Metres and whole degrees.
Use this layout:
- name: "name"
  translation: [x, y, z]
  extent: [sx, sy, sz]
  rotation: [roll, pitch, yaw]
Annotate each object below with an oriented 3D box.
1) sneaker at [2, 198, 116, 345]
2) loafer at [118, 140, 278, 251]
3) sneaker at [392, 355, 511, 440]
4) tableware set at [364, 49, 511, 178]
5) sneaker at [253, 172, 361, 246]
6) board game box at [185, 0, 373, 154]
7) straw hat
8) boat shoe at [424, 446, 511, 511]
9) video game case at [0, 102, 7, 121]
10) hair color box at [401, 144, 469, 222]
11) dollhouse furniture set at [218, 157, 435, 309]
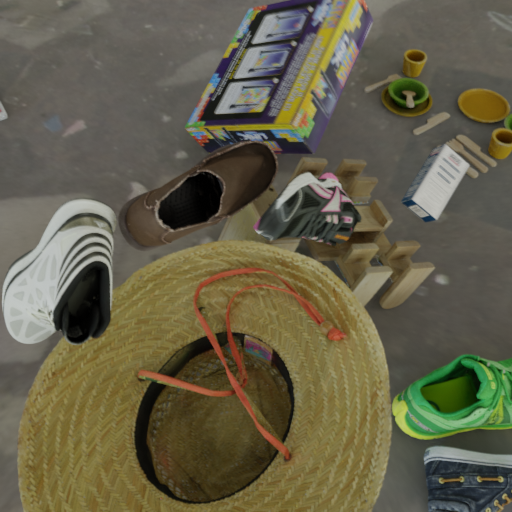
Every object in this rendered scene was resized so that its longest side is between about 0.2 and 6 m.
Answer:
- name: "sneaker"
  translation: [-2.413, 0.602, 6.587]
  extent: [0.935, 2.477, 1.425]
  rotation: [18, 38, -31]
- name: "loafer"
  translation: [-0.500, -0.748, 6.830]
  extent: [2.350, 0.858, 0.834]
  rotation: [-37, 19, -31]
- name: "sneaker"
  translation: [3.056, 1.805, 7.404]
  extent: [2.457, 1.027, 0.910]
  rotation: [-13, 55, -10]
- name: "tableware set"
  translation: [3.981, -3.050, 11.171]
  extent: [2.228, 0.508, 3.308]
  rotation: [-29, 59, -19]
- name: "sneaker"
  translation: [0.837, -0.530, 7.283]
  extent: [0.913, 0.850, 2.115]
  rotation: [46, 35, 12]
- name: "board game box"
  translation: [0.405, -3.250, 10.056]
  extent: [2.481, 0.851, 3.001]
  rotation: [11, 68, 39]
- name: "straw hat"
  translation: [-0.415, 2.013, 6.723]
  extent: [4.259, 1.802, 4.259]
  rotation: [-3, 53, 4]
- name: "boat shoe"
  translation: [2.970, 2.908, 6.925]
  extent: [1.732, 0.613, 0.786]
  rotation: [3, 55, 11]
- name: "video game case"
  translation: [-6.003, -2.980, 11.320]
  extent: [1.550, 0.184, 1.411]
  rotation: [-26, 59, -18]
- name: "hair color box"
  translation: [2.724, -1.100, 8.524]
  extent: [0.538, 0.326, 1.076]
  rotation: [37, 77, -12]
- name: "dollhouse furniture set"
  translation: [0.854, -0.096, 8.771]
  extent: [2.679, 1.780, 2.348]
  rotation: [-3, 51, -29]
